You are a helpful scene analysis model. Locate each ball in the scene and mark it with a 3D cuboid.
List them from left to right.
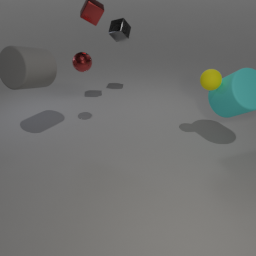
[{"bbox_3d":[-1.625,-2.340,9.950,0.700,0.700,0.700,0,29,0],"label":"ball"},{"bbox_3d":[2.754,-1.601,9.308,0.700,0.700,0.700,0,29,0],"label":"ball"}]

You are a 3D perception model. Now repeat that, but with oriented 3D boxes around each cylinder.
[{"bbox_3d":[-3.420,-2.059,9.590,1.400,1.400,1.400,15,18,25],"label":"cylinder"},{"bbox_3d":[3.705,-1.153,9.534,1.400,1.400,1.400,-11,-5,-18],"label":"cylinder"}]

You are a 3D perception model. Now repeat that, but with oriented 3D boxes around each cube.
[{"bbox_3d":[-1.392,-4.542,10.867,0.700,0.700,0.700,22,34,-25],"label":"cube"},{"bbox_3d":[-0.373,-4.471,12.802,0.700,0.700,0.700,1,-19,33],"label":"cube"}]
